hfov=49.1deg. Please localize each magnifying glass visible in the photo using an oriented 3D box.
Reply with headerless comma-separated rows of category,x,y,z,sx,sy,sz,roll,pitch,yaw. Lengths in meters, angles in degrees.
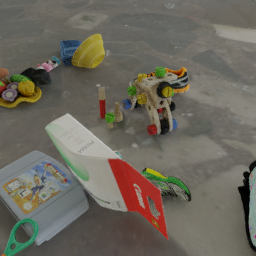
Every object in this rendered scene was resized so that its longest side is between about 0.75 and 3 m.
magnifying glass,-2.417,2.517,5.816,0.549,0.154,1.379,26,68,24

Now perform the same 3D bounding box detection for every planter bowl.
planter bowl,-1.557,-3.172,12.271,0.744,1.785,1.785,45,51,6

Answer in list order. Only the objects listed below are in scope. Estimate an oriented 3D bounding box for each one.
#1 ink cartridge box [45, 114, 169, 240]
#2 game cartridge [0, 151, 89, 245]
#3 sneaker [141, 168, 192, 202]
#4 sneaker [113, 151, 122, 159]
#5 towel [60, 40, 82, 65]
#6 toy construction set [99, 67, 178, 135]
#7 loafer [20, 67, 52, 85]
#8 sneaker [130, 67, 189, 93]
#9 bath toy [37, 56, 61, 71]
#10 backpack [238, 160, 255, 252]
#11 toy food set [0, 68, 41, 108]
ink cartridge box,-0.437,1.212,6.037,0.712,2.288,2.843,-37,51,-19
game cartridge,-2.249,1.557,7.117,2.511,0.521,1.672,32,53,33
sneaker,0.895,1.567,7.096,1.492,0.582,0.635,15,48,31
sneaker,-0.569,0.924,7.998,0.865,0.335,0.344,-24,53,-27
towel,-2.646,-3.669,13.407,1.146,0.498,2.053,-9,38,-10
toy construction set,0.386,-1.131,9.106,2.712,2.084,2.262,-3,39,-3
loafer,-3.768,-2.039,11.382,1.918,0.673,0.651,13,54,42
sneaker,1.239,-1.901,10.983,2.357,0.910,0.923,-5,41,-4
bath toy,-3.559,-2.740,12.356,0.551,0.468,1.267,-16,25,39
backpack,3.454,1.756,6.052,1.960,1.487,2.349,17,44,16
toy food set,-4.675,-1.665,10.693,2.713,0.886,1.596,14,41,16
